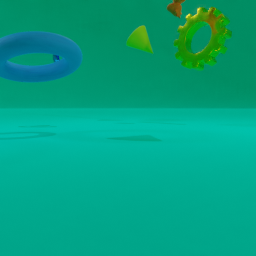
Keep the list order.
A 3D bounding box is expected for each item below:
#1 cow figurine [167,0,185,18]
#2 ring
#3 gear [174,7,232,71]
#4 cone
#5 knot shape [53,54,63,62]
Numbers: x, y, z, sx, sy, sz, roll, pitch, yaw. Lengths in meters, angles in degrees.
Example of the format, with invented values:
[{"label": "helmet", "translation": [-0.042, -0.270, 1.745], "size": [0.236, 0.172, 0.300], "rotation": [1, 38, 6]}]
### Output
[{"label": "cow figurine", "translation": [1.664, -4.079, 8.802], "size": [1.021, 1.004, 0.560], "rotation": [-21, -1, 31]}, {"label": "ring", "translation": [-1.785, -1.321, 5.454], "size": [1.789, 0.358, 1.789], "rotation": [-10, -9, -1]}, {"label": "gear", "translation": [2.442, -2.978, 9.401], "size": [0.375, 2.025, 2.025], "rotation": [8, -2, -40]}, {"label": "cone", "translation": [0.668, -3.415, 11.481], "size": [1.053, 1.057, 1.053], "rotation": [-42, -7, -6]}, {"label": "knot shape", "translation": [-1.819, -2.067, 7.948], "size": [0.540, 1.093, 1.168], "rotation": [-40, -21, 20]}]
